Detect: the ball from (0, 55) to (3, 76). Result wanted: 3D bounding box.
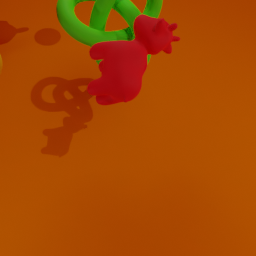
[{"bbox_3d":[-2.240,-0.920,3.944,0.863,0.863,0.863,0,60,0],"label":"ball"}]

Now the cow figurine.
[{"bbox_3d":[0.091,-0.850,3.522,1.129,0.630,1.147,-6,67,16],"label":"cow figurine"}]

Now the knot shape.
[{"bbox_3d":[-0.115,-1.865,4.681,1.686,0.832,1.801,-41,107,6],"label":"knot shape"}]
